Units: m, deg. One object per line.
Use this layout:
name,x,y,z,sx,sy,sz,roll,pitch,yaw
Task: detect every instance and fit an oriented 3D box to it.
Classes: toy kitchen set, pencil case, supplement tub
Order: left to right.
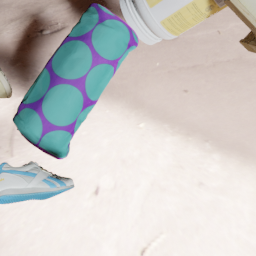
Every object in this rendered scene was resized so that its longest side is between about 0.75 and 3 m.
pencil case,-1.001,-0.912,5.556,1.247,1.354,2.931,30,85,25
supplement tub,1.351,-3.592,7.278,2.759,2.006,2.006,-23,36,34
toy kitchen set,3.489,-3.103,6.831,2.092,1.892,2.319,38,16,-14

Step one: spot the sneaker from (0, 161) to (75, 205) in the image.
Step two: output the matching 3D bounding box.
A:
sneaker,-1.272,0.746,4.000,0.486,1.271,0.513,-29,66,26

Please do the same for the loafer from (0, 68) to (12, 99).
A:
loafer,-3.584,-1.579,5.973,0.963,2.820,1.067,-37,47,-10
